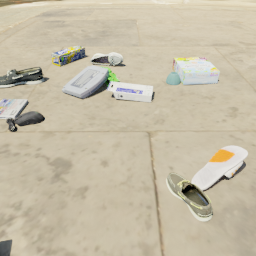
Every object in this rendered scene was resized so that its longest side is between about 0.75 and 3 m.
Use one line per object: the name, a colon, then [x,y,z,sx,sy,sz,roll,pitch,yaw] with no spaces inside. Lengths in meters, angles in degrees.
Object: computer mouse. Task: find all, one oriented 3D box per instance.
computer mouse: [-4.302,-0.390,11.760,1.527,0.402,1.057,-17,36,-24]

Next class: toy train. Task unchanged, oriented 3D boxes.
toy train: [-0.970,-2.754,15.326,0.723,0.535,2.564,-3,32,-23]

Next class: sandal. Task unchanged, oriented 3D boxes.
sandal: [2.908,1.363,8.988,2.142,0.614,0.821,-35,38,-12]

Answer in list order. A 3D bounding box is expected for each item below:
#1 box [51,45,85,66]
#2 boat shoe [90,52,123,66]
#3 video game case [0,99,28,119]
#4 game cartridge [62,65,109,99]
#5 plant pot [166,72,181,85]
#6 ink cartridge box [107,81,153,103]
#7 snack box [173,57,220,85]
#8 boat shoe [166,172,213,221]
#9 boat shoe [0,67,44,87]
box: [-3.805,-4.667,18.029,0.783,0.718,2.234,24,40,31]
boat shoe: [-1.309,-4.211,17.345,2.123,0.782,0.681,10,40,21]
video game case: [-5.540,-0.886,12.729,1.477,0.179,1.623,2,34,3]
game cartridge: [-2.074,-2.378,14.366,1.549,0.483,2.326,23,53,27]
plant pot: [2.486,-2.734,15.220,0.803,0.541,0.803,2,33,-1]
ink cartridge box: [0.112,-1.791,13.791,2.205,0.432,1.097,9,36,5]
snack box: [3.775,-3.273,15.829,1.969,0.790,2.335,-4,35,-7]
boat shoe: [1.761,1.847,8.164,0.672,0.562,1.880,-20,37,-20]
boat shoe: [-5.972,-2.788,15.039,2.757,0.832,1.042,-12,35,-17]
